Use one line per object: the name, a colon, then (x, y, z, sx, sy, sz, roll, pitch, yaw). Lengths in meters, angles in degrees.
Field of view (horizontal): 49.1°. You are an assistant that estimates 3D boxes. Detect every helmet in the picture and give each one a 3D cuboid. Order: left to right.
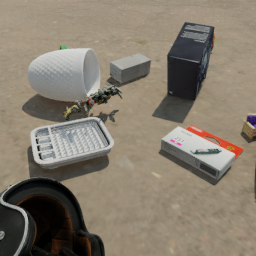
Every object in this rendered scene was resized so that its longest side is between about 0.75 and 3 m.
helmet: (-1.757, 2.175, 4.999, 2.403, 2.403, 2.291, -22, 24, -27)

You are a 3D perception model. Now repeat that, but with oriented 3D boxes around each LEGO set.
LEGO set: (-1.161, -1.073, 9.715, 1.713, 0.748, 2.638, -31, -5, 23)

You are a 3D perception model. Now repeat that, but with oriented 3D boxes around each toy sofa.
toy sofa: (4.658, -0.135, 9.492, 1.372, 0.669, 0.568, -8, 37, -12)

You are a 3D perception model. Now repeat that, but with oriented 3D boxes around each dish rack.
dish rack: (-1.746, 0.478, 8.728, 2.333, 0.508, 2.002, -13, 34, -17)

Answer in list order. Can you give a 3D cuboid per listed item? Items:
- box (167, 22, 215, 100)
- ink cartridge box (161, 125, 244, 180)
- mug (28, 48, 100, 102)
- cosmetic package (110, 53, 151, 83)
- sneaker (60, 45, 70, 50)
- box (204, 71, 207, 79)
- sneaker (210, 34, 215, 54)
box: (2.471, -2.647, 11.205, 1.259, 2.109, 2.144, 17, 59, 19)
ink cartridge box: (2.372, 0.524, 8.800, 2.046, 0.445, 1.776, 29, 47, 33)
mug: (-2.459, -2.254, 11.207, 2.381, 2.005, 2.716, 1, 40, 12)
cosmetic package: (0.104, -2.782, 12.965, 1.775, 0.800, 0.948, -25, 47, -33)
sneaker: (-2.503, -3.035, 13.253, 1.181, 1.081, 2.772, -13, 47, -28)
box: (3.086, -2.608, 12.914, 0.629, 0.546, 0.951, -18, 39, -21)
sneaker: (3.863, -4.390, 14.746, 0.835, 1.206, 2.153, 25, 44, 30)
